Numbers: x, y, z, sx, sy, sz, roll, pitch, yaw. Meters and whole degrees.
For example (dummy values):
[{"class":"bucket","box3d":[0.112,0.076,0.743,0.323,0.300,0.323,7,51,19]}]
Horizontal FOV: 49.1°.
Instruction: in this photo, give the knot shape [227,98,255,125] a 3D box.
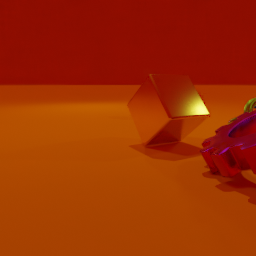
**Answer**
[{"class":"knot shape","box3d":[2.861,-0.191,6.008,1.234,0.570,1.155,-29,19,-5]}]

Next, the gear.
[{"class":"gear","box3d":[1.785,0.032,3.604,1.717,0.318,1.717,-30,3,2]}]

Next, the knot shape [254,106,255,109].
[{"class":"knot shape","box3d":[4.023,-0.674,7.995,1.059,1.131,0.523,3,-31,18]}]

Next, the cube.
[{"class":"cube","box3d":[0.721,-0.337,5.253,0.955,0.955,0.955,-5,-29,-33]}]
